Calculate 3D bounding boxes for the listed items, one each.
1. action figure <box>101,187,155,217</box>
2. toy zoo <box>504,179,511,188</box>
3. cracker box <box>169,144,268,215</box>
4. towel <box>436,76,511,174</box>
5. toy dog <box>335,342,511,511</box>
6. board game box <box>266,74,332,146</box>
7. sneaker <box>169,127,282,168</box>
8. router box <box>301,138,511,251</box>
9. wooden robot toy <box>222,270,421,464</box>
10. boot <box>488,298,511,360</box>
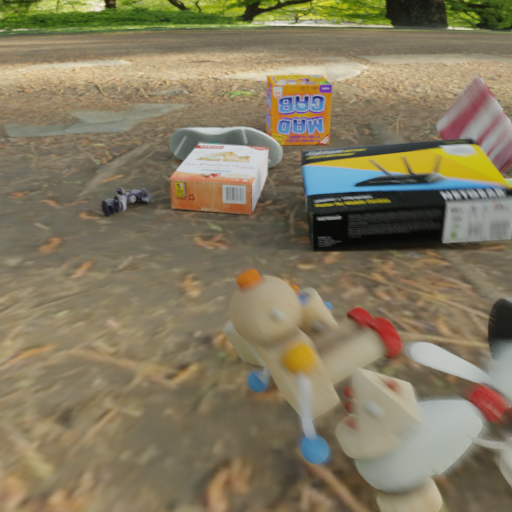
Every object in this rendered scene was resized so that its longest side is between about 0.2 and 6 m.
[{"bbox_3d":[-2.407,-1.098,10.649,0.761,0.406,1.170,1,22,23],"label":"action figure"},{"bbox_3d":[5.104,-1.035,10.706,1.318,0.205,2.008,-6,28,-12],"label":"toy zoo"},{"bbox_3d":[-0.669,-1.618,11.318,1.568,0.675,2.341,4,27,7],"label":"cracker box"},{"bbox_3d":[4.202,-2.288,10.652,0.212,1.343,1.865,-2,59,-26],"label":"towel"},{"bbox_3d":[1.556,1.467,4.962,2.022,1.334,0.974,-7,0,-18],"label":"toy dog"},{"bbox_3d":[1.073,-3.859,14.718,1.522,1.522,1.523,-2,27,-3],"label":"board game box"},{"bbox_3d":[-0.614,-2.595,12.980,2.635,0.927,1.056,11,20,15],"label":"sneaker"},{"bbox_3d":[2.443,-1.129,9.714,3.217,0.822,2.400,-4,34,2],"label":"router box"},{"bbox_3d":[0.331,0.603,5.188,1.324,1.364,3.006,-35,15,-10],"label":"wooden robot toy"},{"bbox_3d":[3.752,1.281,5.387,2.025,0.984,2.690,-8,32,-12],"label":"boot"}]
